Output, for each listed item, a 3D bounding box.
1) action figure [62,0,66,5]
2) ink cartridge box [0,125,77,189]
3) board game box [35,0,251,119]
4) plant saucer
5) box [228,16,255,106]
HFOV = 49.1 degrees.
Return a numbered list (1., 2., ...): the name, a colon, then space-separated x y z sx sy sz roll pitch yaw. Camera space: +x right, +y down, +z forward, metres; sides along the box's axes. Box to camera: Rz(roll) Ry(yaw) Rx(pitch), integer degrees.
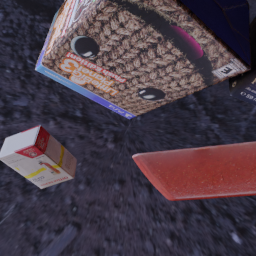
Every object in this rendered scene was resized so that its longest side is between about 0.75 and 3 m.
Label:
1. action figure: -1.121 -3.122 5.596 0.919 2.648 1.723 -42 92 -21
2. ink cartridge box: -1.403 0.501 4.506 0.727 1.002 0.418 -20 44 20
3. board game box: 0.168 -1.501 4.667 2.218 2.783 1.348 26 61 -31
4. plant saucer: 1.615 0.580 3.602 2.706 2.712 0.498 -7 78 10
5. box: 3.219 -1.260 4.384 2.314 2.295 1.426 20 50 -6
